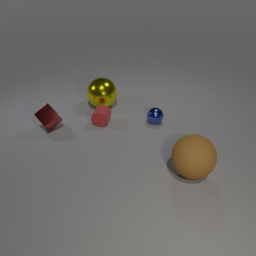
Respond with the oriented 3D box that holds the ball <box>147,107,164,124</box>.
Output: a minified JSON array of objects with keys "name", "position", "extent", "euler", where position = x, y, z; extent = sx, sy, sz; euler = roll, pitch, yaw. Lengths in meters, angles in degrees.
[{"name":"ball","position":[1.150,-0.518,11.814],"extent":[0.700,0.700,0.700],"euler":[0,33,0]}]

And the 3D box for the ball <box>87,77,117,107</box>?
[{"name":"ball","position":[-1.189,-1.613,12.843],"extent":[1.400,1.400,1.400],"euler":[0,33,0]}]

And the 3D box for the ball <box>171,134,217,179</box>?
[{"name":"ball","position":[2.061,0.890,8.757],"extent":[1.400,1.400,1.400],"euler":[0,33,0]}]

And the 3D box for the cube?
[{"name":"cube","position":[-3.174,-0.435,11.227],"extent":[0.700,0.700,0.700],"euler":[-42,78,-7]}]

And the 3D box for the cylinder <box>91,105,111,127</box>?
[{"name":"cylinder","position":[-1.121,-0.523,11.792],"extent":[0.700,0.700,0.700],"euler":[6,34,10]}]
